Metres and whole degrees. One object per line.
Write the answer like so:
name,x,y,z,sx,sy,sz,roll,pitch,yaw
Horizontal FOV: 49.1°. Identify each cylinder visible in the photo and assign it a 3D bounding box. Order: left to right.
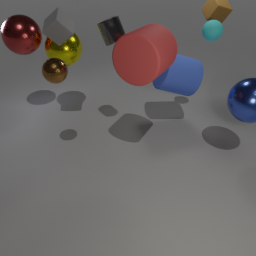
cylinder,-0.488,-2.970,8.565,0.700,0.700,0.700,-21,20,8
cylinder,0.491,-2.054,7.780,1.400,1.400,1.400,16,34,23
cylinder,1.823,-2.001,10.432,1.400,1.400,1.400,10,30,-20

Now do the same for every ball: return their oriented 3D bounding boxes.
ball,-3.862,-3.378,10.196,1.400,1.400,1.400,0,34,0
ball,-1.994,-1.564,7.654,0.700,0.700,0.700,0,34,0
ball,-2.438,-3.042,10.621,1.400,1.400,1.400,0,34,0
ball,2.928,-3.374,9.705,0.700,0.700,0.700,0,34,0
ball,3.800,-0.844,8.649,1.400,1.400,1.400,0,34,0

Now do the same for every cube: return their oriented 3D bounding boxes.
cube,-2.185,-3.195,8.852,0.700,0.700,0.700,-27,48,29
cube,3.314,-4.431,10.459,0.700,0.700,0.700,4,58,-26
